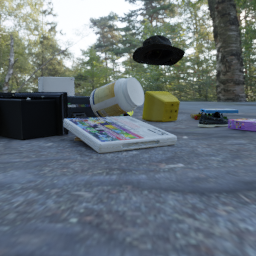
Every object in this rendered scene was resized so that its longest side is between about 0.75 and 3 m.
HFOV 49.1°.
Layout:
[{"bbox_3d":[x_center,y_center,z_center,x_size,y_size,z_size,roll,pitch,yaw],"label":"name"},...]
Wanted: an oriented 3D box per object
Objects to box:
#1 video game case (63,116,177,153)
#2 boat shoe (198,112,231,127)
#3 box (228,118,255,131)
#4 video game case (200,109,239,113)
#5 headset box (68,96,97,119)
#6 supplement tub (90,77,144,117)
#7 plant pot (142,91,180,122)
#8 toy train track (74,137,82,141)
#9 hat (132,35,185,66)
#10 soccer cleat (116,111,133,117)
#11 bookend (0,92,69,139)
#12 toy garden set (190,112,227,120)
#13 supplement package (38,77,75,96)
[{"bbox_3d":[-0.297,0.091,7.495,2.182,0.275,2.394,-4,17,-31],"label":"video game case"},{"bbox_3d":[3.529,-0.364,11.219,1.760,0.584,0.658,-3,8,-25],"label":"boat shoe"},{"bbox_3d":[4.696,-0.103,10.018,1.208,0.345,1.765,-5,8,-36],"label":"box"},{"bbox_3d":[4.548,-0.864,14.143,1.494,0.186,2.087,0,6,7],"label":"video game case"},{"bbox_3d":[-2.544,-0.649,10.847,2.311,1.231,2.654,-6,9,-44],"label":"headset box"},{"bbox_3d":[-0.372,-1.011,9.604,1.606,1.159,1.159,-16,-3,33],"label":"supplement tub"},{"bbox_3d":[1.653,-0.941,13.292,1.400,1.401,1.235,-5,19,-34],"label":"plant pot"},{"bbox_3d":[-0.834,0.234,7.857,1.314,0.214,0.754,-1,7,-7],"label":"toy train track"},{"bbox_3d":[0.917,-2.421,8.496,1.573,0.635,1.573,0,-13,0],"label":"hat"},{"bbox_3d":[-0.167,-0.586,13.586,0.931,0.719,2.225,34,14,17],"label":"soccer cleat"},{"bbox_3d":[-3.880,-0.410,8.398,2.929,1.357,2.947,6,9,39],"label":"bookend"},{"bbox_3d":[4.040,-0.690,14.769,1.591,0.381,1.909,-1,7,-8],"label":"toy garden set"},{"bbox_3d":[-3.852,-1.635,15.106,1.687,2.166,1.201,-4,8,-31],"label":"supplement package"}]
